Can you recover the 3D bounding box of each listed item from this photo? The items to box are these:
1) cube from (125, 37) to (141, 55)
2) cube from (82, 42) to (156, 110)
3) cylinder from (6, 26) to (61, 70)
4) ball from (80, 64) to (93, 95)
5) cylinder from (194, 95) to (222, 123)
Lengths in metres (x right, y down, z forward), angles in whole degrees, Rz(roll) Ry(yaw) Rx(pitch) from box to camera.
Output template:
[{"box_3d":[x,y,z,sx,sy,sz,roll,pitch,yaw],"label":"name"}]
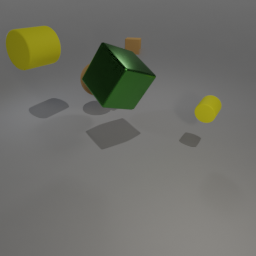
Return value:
[{"box_3d":[0.244,-3.947,13.454,0.700,0.700,0.700,4,23,7],"label":"cube"},{"box_3d":[-0.298,-1.552,8.675,1.400,1.400,1.400,0,43,-48],"label":"cube"},{"box_3d":[-3.445,-2.943,10.249,1.400,1.400,1.400,20,32,30],"label":"cylinder"},{"box_3d":[-1.288,-2.047,11.735,1.400,1.400,1.400,0,31,0],"label":"ball"},{"box_3d":[2.653,-0.631,9.281,0.700,0.700,0.700,18,39,27],"label":"cylinder"}]
